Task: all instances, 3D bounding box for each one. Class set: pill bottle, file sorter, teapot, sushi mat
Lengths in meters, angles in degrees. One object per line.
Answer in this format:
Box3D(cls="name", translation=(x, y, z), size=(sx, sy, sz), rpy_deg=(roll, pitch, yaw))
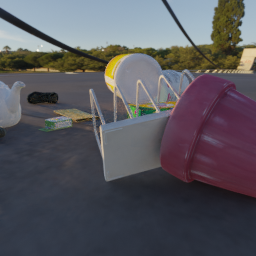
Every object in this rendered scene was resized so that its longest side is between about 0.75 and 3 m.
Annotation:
Box3D(cls="pill bottle", translation=(1.594, -1.746, 12.516), size=(1.634, 1.634, 2.882), rpy_deg=(9, 17, 32))
Box3D(cls="pill bottle", translation=(0.050, -1.293, 7.096), size=(1.144, 1.144, 2.095), rpy_deg=(-3, 15, -12))
Box3D(cls="file sorter", translation=(0.356, -0.117, 5.086), size=(1.954, 1.356, 1.217), rpy_deg=(-13, 48, -13))
Box3D(cls="teapot", translation=(-4.662, -0.921, 9.150), size=(2.248, 1.642, 2.219), rpy_deg=(-7, 16, -28))
Box3D(cls="sushi mat", translation=(-1.989, -0.509, 10.674), size=(1.006, 0.127, 2.102), rpy_deg=(-9, 17, -34))

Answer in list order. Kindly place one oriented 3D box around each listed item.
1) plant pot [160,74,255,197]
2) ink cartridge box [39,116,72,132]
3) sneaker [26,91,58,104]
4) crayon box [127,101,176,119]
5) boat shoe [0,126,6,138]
Box3D(cls="plant pot", translation=(1.711, 0.246, 4.589), size=(1.681, 1.878, 1.878), rpy_deg=(26, 25, 28))
Box3D(cls="ink cartridge box", translation=(-2.288, -0.135, 8.842), size=(0.497, 0.284, 0.957), rpy_deg=(12, 18, 40))
Box3D(cls="sneaker", translation=(-4.040, -1.475, 13.567), size=(0.927, 0.618, 1.618), rpy_deg=(3, 7, 38))
Box3D(cls="crayon box", translation=(1.110, -0.514, 9.710), size=(2.013, 0.587, 1.196), rpy_deg=(-6, 15, -22))
Box3D(cls="boat shoe", translation=(-4.036, 0.029, 7.687), size=(1.670, 0.590, 0.532), rpy_deg=(16, 20, 27))
